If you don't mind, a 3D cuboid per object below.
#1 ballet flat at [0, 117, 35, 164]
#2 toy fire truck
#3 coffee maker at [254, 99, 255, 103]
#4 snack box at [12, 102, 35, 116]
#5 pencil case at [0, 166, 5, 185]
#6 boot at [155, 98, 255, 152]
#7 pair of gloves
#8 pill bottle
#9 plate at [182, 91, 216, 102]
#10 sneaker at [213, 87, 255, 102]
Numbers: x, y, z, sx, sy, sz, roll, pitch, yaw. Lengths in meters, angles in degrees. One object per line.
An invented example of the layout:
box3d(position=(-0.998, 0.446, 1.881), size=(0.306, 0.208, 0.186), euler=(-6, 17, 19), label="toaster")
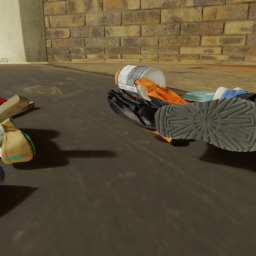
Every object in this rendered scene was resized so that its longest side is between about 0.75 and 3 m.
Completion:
box3d(position=(-2.824, 0.207, 6.495), size=(0.725, 0.790, 2.302), euler=(-22, 25, -27), label="ballet flat")
box3d(position=(-3.645, -0.317, 6.967), size=(2.758, 1.775, 2.428), euler=(13, 18, 8), label="toy fire truck")
box3d(position=(4.544, -0.344, 6.949), size=(2.196, 1.540, 2.286), euler=(15, 23, 39), label="coffee maker")
box3d(position=(-4.321, -0.706, 10.459), size=(0.706, 0.239, 1.965), euler=(4, 17, 13), label="snack box")
box3d(position=(-2.536, 0.948, 4.379), size=(0.537, 0.483, 1.237), euler=(4, 17, 18), label="pencil case")
box3d(position=(2.392, -0.143, 6.567), size=(2.454, 0.977, 2.977), euler=(10, 6, 35), label="boot")
box3d(position=(0.824, -0.616, 8.244), size=(2.459, 0.341, 2.760), euler=(34, 35, 19), label="pair of gloves")
box3d(position=(0.432, -2.263, 13.500), size=(1.528, 1.528, 2.876), euler=(-9, 18, -27), label="pill bottle")
box3d(position=(3.568, -1.537, 13.287), size=(2.021, 0.258, 2.021), euler=(0, 15, 0), label="plate")
box3d(position=(4.163, -0.885, 9.984), size=(1.360, 0.939, 2.446), euler=(30, 18, 36), label="sneaker")
